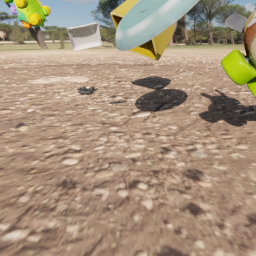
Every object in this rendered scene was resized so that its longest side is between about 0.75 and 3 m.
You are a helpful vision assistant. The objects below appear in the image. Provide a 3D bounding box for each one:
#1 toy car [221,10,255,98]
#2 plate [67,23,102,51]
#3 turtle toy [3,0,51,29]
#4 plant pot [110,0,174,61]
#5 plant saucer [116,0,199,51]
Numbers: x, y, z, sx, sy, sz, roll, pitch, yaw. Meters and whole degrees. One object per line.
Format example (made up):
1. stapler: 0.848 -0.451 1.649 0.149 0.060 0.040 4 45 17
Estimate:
1. toy car: 3.268 -2.377 6.476 2.157 2.245 2.733 24 42 -35
2. plate: -1.058 -2.262 6.895 0.752 0.750 0.122 -13 63 -4
3. turtle toy: -2.891 -3.386 7.792 0.729 1.443 1.051 -26 29 27
4. plant pot: 0.812 -4.100 10.812 1.844 1.832 1.887 29 72 30
5. plant saucer: 0.700 -2.828 6.394 2.727 0.374 2.727 -32 30 21
